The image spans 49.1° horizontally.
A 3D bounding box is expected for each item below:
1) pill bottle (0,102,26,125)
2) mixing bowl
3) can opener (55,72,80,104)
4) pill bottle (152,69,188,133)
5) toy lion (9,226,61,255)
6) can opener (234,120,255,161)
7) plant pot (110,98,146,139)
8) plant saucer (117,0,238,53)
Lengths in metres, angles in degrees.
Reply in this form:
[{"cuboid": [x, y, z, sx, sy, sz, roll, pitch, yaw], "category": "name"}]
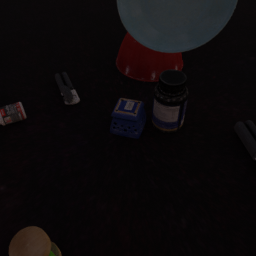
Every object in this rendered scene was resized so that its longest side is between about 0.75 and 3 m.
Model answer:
[{"cuboid": [-3.079, -0.340, 7.191, 0.802, 0.464, 0.464, -21, 48, -19], "category": "pill bottle"}, {"cuboid": [0.727, -2.618, 8.965, 2.249, 1.218, 2.249, 0, 46, 0], "category": "mixing bowl"}, {"cuboid": [-1.776, -1.224, 8.038, 0.413, 0.518, 1.549, -17, 47, -16], "category": "can opener"}, {"cuboid": [1.014, -0.634, 6.776, 0.814, 1.456, 0.814, 0, 45, 0], "category": "pill bottle"}, {"cuboid": [-1.692, 2.888, 3.797, 2.600, 0.893, 2.492, 36, 62, 30], "category": "toy lion"}, {"cuboid": [3.047, 0.425, 6.298, 0.503, 0.630, 1.886, -7, 45, -7], "category": "can opener"}, {"cuboid": [0.011, -0.286, 6.972, 0.776, 0.698, 0.776, 11, 46, 13], "category": "plant pot"}, {"cuboid": [0.858, -2.376, 5.020, 2.117, 2.117, 0.407, 13, 6, 12], "category": "plant saucer"}]
